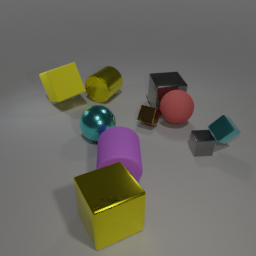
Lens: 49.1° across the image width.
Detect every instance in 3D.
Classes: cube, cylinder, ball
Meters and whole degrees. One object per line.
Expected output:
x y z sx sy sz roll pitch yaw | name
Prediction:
0.878 -0.512 11.688 0.700 0.700 0.700 15 1 23 | cube
-1.176 -2.173 13.828 1.400 1.400 1.400 16 38 23 | cylinder
2.700 0.547 10.245 0.700 0.700 0.700 -3 34 -4 | cube
-0.486 1.985 7.352 1.400 1.400 1.400 -16 36 -23 | cube
-3.041 -2.085 12.948 1.400 1.400 1.400 -27 17 -25 | cube
-1.156 -0.184 10.740 1.400 1.400 1.400 0 32 0 | ball
-0.282 0.904 8.902 1.400 1.400 1.400 -1 40 -2 | cylinder
1.784 -1.646 12.963 1.400 1.400 1.400 -6 37 -9 | cube
2.023 -0.875 11.591 1.400 1.400 1.400 0 32 0 | ball
3.384 0.056 9.851 0.700 0.700 0.700 13 43 -51 | cube
